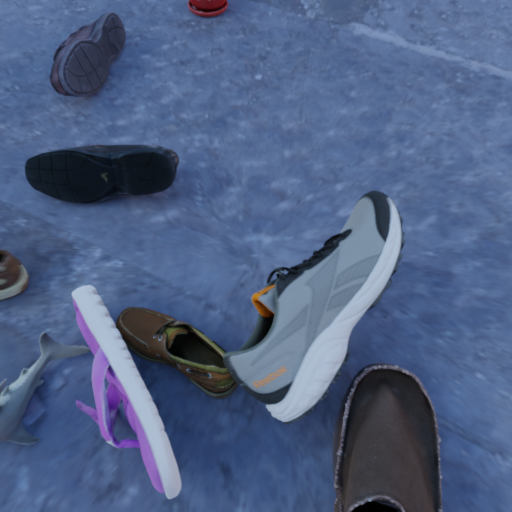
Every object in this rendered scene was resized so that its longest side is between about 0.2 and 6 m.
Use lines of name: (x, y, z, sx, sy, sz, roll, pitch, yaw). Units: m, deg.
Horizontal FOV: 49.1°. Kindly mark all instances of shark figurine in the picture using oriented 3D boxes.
shark figurine: (-2.843, 1.864, 6.837, 0.782, 1.120, 1.875, 36, 39, -4)

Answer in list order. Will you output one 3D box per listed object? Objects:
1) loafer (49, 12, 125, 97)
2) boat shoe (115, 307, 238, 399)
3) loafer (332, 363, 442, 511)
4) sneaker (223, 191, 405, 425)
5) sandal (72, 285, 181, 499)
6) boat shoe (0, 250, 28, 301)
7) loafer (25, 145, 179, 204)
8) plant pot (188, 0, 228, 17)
loafer: (-3.447, -3.940, 11.140, 0.861, 0.983, 2.735, -4, 44, 20)
boat shoe: (-1.039, 1.094, 7.285, 1.924, 0.654, 0.692, 24, 56, 18)
loafer: (1.422, 2.575, 5.779, 1.256, 1.221, 3.439, 7, 53, 5)
sneaker: (0.779, 0.384, 6.923, 1.274, 1.188, 3.213, 35, 69, -6)
sandal: (-1.721, 1.614, 6.591, 0.759, 1.257, 3.089, -24, 45, -18)
boat shoe: (-4.298, 0.412, 7.749, 2.032, 0.752, 0.751, -24, 56, -17)
loafer: (-2.492, -1.405, 9.223, 2.499, 0.909, 0.903, 2, 23, 4)
plant pot: (-1.083, -5.984, 12.572, 1.036, 0.943, 1.036, 0, 52, 1)
